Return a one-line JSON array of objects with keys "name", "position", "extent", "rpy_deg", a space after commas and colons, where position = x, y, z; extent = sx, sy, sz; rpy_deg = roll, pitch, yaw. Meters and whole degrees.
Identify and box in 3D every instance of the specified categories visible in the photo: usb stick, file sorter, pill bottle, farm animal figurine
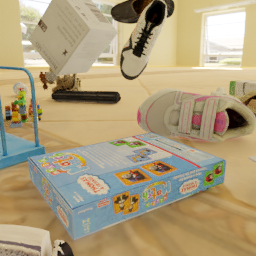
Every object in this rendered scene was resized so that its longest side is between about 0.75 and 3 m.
[{"name": "usb stick", "position": [-1.722, -1.289, 11.519], "extent": [2.859, 0.466, 0.793], "rpy_deg": [4, 20, 12]}, {"name": "file sorter", "position": [-3.250, -0.152, 4.837], "extent": [1.942, 1.717, 2.798], "rpy_deg": [11, 19, 38]}, {"name": "pill bottle", "position": [-5.015, -1.790, 13.097], "extent": [0.609, 0.609, 1.119], "rpy_deg": [-7, 17, -25]}, {"name": "farm animal figurine", "position": [-2.832, -1.877, 12.456], "extent": [2.101, 1.096, 2.078], "rpy_deg": [6, -8, -31]}]

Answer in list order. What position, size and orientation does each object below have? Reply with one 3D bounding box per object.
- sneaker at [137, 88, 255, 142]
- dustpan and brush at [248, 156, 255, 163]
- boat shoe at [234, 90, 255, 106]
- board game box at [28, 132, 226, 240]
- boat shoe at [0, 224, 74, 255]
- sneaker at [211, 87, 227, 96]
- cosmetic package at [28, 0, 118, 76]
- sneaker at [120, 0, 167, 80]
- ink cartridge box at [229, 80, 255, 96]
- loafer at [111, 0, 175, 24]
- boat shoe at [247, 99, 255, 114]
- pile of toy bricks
[{"name": "sneaker", "position": [1.649, -0.297, 6.430], "extent": [2.861, 1.164, 1.262], "rpy_deg": [-3, 13, -10]}, {"name": "dustpan and brush", "position": [3.013, 0.719, 4.064], "extent": [2.079, 0.595, 1.451], "rpy_deg": [-12, 24, -17]}, {"name": "boat shoe", "position": [4.199, -0.852, 9.659], "extent": [1.837, 0.673, 0.576], "rpy_deg": [-17, 24, -20]}, {"name": "board game box", "position": [-0.056, 0.639, 4.287], "extent": [2.432, 0.445, 1.840], "rpy_deg": [-9, 18, -31]}, {"name": "boat shoe", "position": [-1.743, 1.093, 1.269], "extent": [2.942, 1.098, 1.364], "rpy_deg": [-1, 9, -4]}, {"name": "sneaker", "position": [3.996, -1.405, 12.043], "extent": [0.568, 0.499, 1.417], "rpy_deg": [16, 28, 29]}, {"name": "cosmetic package", "position": [-1.953, -3.306, 10.055], "extent": [1.811, 2.197, 1.813], "rpy_deg": [51, 31, 8]}, {"name": "sneaker", "position": [0.332, -2.130, 6.688], "extent": [0.751, 2.038, 0.815], "rpy_deg": [22, 7, -3]}, {"name": "ink cartridge box", "position": [5.747, -1.814, 12.983], "extent": [1.214, 0.701, 1.662], "rpy_deg": [-6, 16, -22]}, {"name": "loafer", "position": [0.281, -3.407, 7.862], "extent": [1.968, 0.716, 0.711], "rpy_deg": [2, 2, 31]}, {"name": "boat shoe", "position": [5.085, -0.702, 8.405], "extent": [2.831, 0.913, 1.009], "rpy_deg": [11, 19, 36]}, {"name": "pile of toy bricks", "position": [-3.113, -0.698, 8.295], "extent": [1.086, 0.966, 1.957], "rpy_deg": [-4, 16, -15]}]
